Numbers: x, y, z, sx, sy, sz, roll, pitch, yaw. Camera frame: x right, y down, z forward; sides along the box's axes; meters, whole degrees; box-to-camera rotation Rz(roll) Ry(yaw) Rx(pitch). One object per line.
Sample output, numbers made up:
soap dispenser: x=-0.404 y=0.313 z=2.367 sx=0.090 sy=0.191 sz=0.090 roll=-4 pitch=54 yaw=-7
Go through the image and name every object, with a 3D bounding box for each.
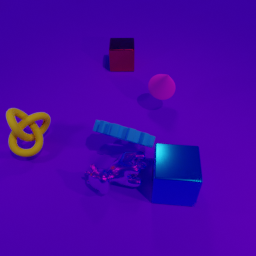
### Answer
gear: x=-0.105 y=0.168 z=7.705 sx=1.679 sy=1.679 sz=0.311 roll=15 pitch=86 yaw=15
cube: x=-0.235 y=-2.945 z=11.234 sx=0.984 sy=0.984 sz=0.984 roll=0 pitch=45 yaw=0
cone: x=1.131 y=-1.440 z=8.628 sx=0.892 sy=0.896 sz=0.892 roll=1 pitch=75 yaw=-5
knot shape: x=-2.851 y=-0.012 z=7.764 sx=0.646 sy=1.307 sz=1.397 roll=-2 pitch=49 yaw=40
cube: x=1.181 y=1.171 z=7.032 sx=1.107 sy=1.107 sz=1.107 roll=4 pitch=45 yaw=4
cow figurine: x=-0.303 y=1.116 z=7.352 sx=1.419 sy=0.792 sz=1.442 roll=3 pitch=30 yaw=14
